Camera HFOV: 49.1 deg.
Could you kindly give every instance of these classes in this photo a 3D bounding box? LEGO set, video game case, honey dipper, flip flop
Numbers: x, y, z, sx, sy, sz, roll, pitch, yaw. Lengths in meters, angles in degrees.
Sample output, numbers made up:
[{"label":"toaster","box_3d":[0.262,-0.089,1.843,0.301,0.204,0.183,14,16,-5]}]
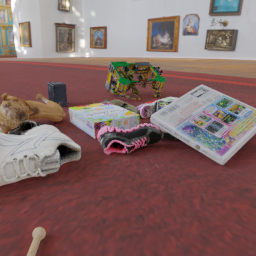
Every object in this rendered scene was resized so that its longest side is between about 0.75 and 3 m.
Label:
[{"label":"LEGO set","box_3d":[0.240,-2.059,13.716,2.936,1.701,2.257,-15,52,-31]},{"label":"video game case","box_3d":[2.137,-0.242,7.254,2.344,0.278,2.134,-31,50,-34]},{"label":"honey dipper","box_3d":[-1.204,1.664,3.231,0.305,0.305,1.604,-2,15,-6]},{"label":"flip flop","box_3d":[-0.271,-0.697,10.153,1.430,0.580,0.412,22,5,37]}]

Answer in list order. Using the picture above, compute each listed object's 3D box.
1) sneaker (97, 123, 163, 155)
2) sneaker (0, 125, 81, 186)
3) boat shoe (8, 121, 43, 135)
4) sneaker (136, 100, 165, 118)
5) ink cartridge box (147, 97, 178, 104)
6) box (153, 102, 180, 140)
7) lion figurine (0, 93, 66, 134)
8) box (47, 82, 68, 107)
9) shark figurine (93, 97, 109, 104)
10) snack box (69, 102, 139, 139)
[{"label":"sneaker","box_3d":[0.097,0.356,7.010,1.687,0.667,0.805,-5,35,-7]},{"label":"sneaker","box_3d":[-2.059,0.567,5.602,1.173,1.004,2.694,17,24,30]},{"label":"boat shoe","box_3d":[-2.769,0.077,7.758,0.668,0.545,1.808,2,18,7]},{"label":"sneaker","box_3d":[0.833,-0.733,10.412,1.401,0.564,0.620,-15,15,-37]},{"label":"ink cartridge box","box_3d":[1.494,-1.210,12.328,1.147,0.287,0.923,16,23,37]},{"label":"box","box_3d":[2.083,-0.276,8.763,2.548,0.627,2.639,1,18,8]},{"label":"lion figurine","box_3d":[-2.938,-0.541,9.010,2.833,1.026,1.735,-13,25,-42]},{"label":"box","box_3d":[-2.992,-1.428,11.862,0.586,0.946,0.930,-9,20,-26]},{"label":"shark figurine","box_3d":[-0.999,-1.038,11.545,1.035,0.432,0.618,-5,17,-22]},{"label":"snack box","box_3d":[-0.814,-0.312,8.936,1.506,0.561,2.118,-12,21,-28]}]
